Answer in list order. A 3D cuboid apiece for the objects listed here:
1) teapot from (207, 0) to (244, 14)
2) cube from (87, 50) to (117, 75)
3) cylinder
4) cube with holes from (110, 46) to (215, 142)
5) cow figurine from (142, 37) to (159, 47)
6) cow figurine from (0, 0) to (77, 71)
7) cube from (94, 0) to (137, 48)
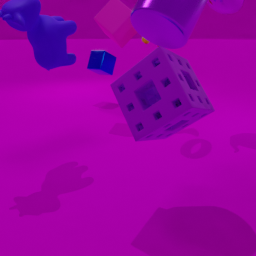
[{"bbox_3d":[2.882,-4.046,8.269,1.987,0.973,1.236,-9,61,-24],"label":"teapot"},{"bbox_3d":[-1.090,-2.709,11.671,0.804,0.804,0.804,12,-2,37],"label":"cube"},{"bbox_3d":[0.737,-2.116,4.830,1.073,1.073,1.073,26,-7,4],"label":"cylinder"},{"bbox_3d":[0.550,-0.473,4.397,0.996,0.996,0.996,-33,-17,30],"label":"cube with holes"},{"bbox_3d":[1.107,-3.182,8.953,1.205,1.185,0.661,12,22,-14],"label":"cow figurine"},{"bbox_3d":[-1.895,-1.967,5.956,0.906,1.650,1.624,30,39,33],"label":"cow figurine"},{"bbox_3d":[-0.319,-3.396,9.071,0.954,0.954,0.954,46,5,20],"label":"cube"}]
